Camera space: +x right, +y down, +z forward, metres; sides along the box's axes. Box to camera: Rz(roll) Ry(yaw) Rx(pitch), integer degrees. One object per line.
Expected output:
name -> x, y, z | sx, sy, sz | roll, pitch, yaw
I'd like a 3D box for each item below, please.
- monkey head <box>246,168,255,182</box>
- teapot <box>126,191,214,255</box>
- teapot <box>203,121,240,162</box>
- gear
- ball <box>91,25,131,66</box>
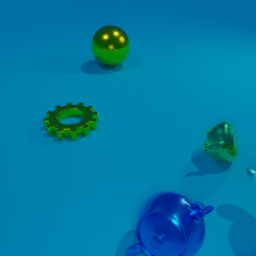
monkey head -> 2.841, 1.231, 4.340 | 1.414, 1.185, 1.966 | -5, 13, -40
teapot -> 0.608, 1.475, 4.112 | 1.059, 1.703, 0.834 | 55, 25, 12
teapot -> 1.979, 0.323, 6.055 | 0.703, 0.892, 1.435 | -12, 2, 29
gear -> -1.454, -0.204, 7.222 | 1.353, 0.250, 1.353 | 0, 37, 0
ball -> -0.607, -2.880, 9.852 | 1.396, 1.396, 1.396 | 0, 37, 0
